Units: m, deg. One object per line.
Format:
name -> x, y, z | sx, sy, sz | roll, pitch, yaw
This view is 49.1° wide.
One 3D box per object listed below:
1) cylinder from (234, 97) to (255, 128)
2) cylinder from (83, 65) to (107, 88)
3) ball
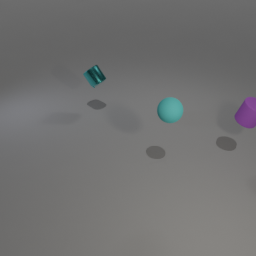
cylinder -> 3.730, -0.466, 8.522 | 0.700, 0.700, 0.700 | 9, 44, -9
cylinder -> -1.338, -2.077, 11.324 | 0.700, 0.700, 0.700 | -33, 10, 7
ball -> 1.133, -0.477, 7.543 | 0.700, 0.700, 0.700 | 0, 31, 0
